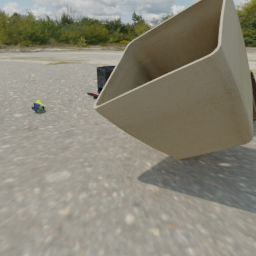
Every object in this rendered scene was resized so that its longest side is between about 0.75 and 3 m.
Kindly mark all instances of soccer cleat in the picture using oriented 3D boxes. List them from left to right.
[{"bbox_3d":[-3.182,-0.759,10.055,0.444,0.343,1.061,27,8,-16],"label":"soccer cleat"}]

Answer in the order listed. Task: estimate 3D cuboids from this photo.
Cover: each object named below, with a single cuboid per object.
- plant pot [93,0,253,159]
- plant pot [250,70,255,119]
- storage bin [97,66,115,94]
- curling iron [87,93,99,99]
[{"bbox_3d":[1.240,-0.788,5.628,2.486,2.204,2.489,-20,33,37],"label":"plant pot"},{"bbox_3d":[3.467,-0.971,9.130,1.342,1.539,1.539,-11,10,33],"label":"plant pot"},{"bbox_3d":[0.023,-2.164,12.717,2.618,1.227,1.770,-7,20,-22],"label":"storage bin"},{"bbox_3d":[-1.544,-1.445,12.217,0.305,0.157,1.230,-10,21,-26],"label":"curling iron"}]
